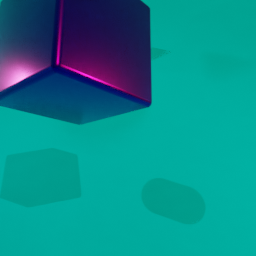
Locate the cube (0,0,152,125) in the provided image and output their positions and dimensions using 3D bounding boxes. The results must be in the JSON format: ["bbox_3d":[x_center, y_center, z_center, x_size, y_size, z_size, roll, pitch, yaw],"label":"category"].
[{"bbox_3d":[-0.592,-0.832,3.072,1.240,1.240,1.240,-12,72,40],"label":"cube"}]
